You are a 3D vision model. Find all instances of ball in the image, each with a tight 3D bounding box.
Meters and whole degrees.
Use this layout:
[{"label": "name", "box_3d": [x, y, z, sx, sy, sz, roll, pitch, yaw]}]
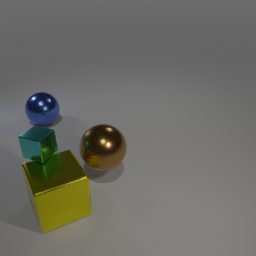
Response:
[{"label": "ball", "box_3d": [-0.737, 0.577, 8.330, 1.400, 1.400, 1.400, 0, 31, 0]}, {"label": "ball", "box_3d": [-3.588, -0.805, 11.761, 1.400, 1.400, 1.400, 0, 31, 0]}]

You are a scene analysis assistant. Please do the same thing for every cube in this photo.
[{"label": "cube", "box_3d": [-2.460, 0.435, 7.725, 0.700, 0.700, 0.700, 11, 31, 22]}, {"label": "cube", "box_3d": [-1.946, 1.683, 7.699, 1.400, 1.400, 1.400, -16, 35, -25]}]
